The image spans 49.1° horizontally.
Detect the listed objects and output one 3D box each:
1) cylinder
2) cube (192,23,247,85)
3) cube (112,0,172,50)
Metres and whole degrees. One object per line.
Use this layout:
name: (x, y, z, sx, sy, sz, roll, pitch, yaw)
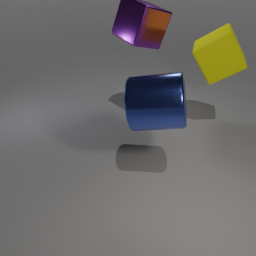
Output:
cylinder: (0.740, -0.652, 7.110, 1.400, 1.400, 1.400, -3, 28, 13)
cube: (3.322, -2.690, 10.196, 1.400, 1.400, 1.400, -23, 23, 29)
cube: (0.487, -3.863, 10.312, 1.400, 1.400, 1.400, -8, 38, -43)
